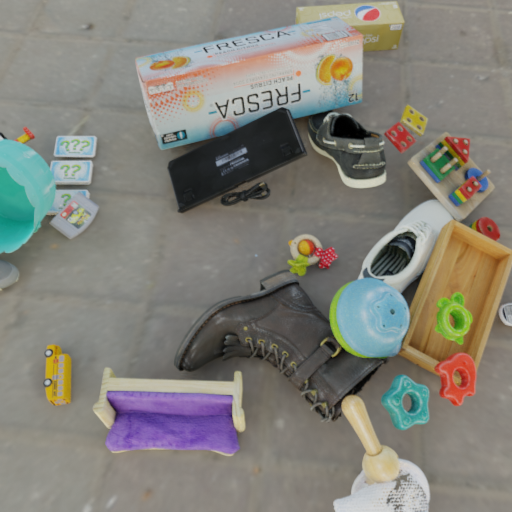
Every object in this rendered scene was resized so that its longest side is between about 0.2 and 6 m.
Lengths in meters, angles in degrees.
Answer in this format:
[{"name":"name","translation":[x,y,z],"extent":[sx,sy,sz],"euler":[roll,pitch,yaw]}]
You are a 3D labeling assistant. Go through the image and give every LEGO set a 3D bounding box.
[{"name":"LEGO set","translation":[-4.798,-1.835,11.531],"extent":[2.726,0.669,2.036],"euler":[0,62,-3]}]

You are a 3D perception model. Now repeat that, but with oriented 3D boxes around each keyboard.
[{"name":"keyboard","translation":[-0.373,-1.684,11.092],"extent":[2.793,0.358,1.677],"euler":[-24,65,13]}]

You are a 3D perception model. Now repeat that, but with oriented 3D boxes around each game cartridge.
[{"name":"game cartridge","translation":[-3.568,-0.788,11.116],"extent":[0.583,0.179,0.876],"euler":[38,69,-8]}]

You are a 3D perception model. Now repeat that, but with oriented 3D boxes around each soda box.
[{"name":"soda box","translation":[-0.091,-3.768,12.051],"extent":[4.660,1.594,1.482],"euler":[-15,40,-9]},{"name":"soda box","translation":[2.251,-5.610,13.815],"extent":[2.540,0.813,0.860],"euler":[-4,59,-3]}]

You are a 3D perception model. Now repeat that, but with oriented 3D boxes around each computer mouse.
[{"name":"computer mouse","translation":[4.904,1.085,10.046],"extent":[1.248,0.274,0.684],"euler":[3,63,-5]}]

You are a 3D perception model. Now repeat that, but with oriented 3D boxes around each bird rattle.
[{"name":"bird rattle","translation":[1.011,-0.060,10.511],"extent":[0.939,0.529,0.766],"euler":[-21,77,-8]}]

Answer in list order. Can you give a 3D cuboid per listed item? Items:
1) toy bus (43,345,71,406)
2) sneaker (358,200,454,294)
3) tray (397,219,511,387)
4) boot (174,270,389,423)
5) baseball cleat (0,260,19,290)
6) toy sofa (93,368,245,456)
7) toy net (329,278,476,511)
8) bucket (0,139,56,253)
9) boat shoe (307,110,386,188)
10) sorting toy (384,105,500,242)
[{"name":"toy bus","translation":[-3.343,1.991,9.442],"extent":[0.385,0.320,0.984],"euler":[-8,59,-5]},{"name":"sneaker","translation":[2.889,-0.176,10.339],"extent":[1.054,1.022,2.886],"euler":[33,61,18]},{"name":"tray","translation":[3.483,0.786,9.787],"extent":[1.297,0.487,2.630],"euler":[28,70,1]},{"name":"boot","translation":[0.433,1.698,9.219],"extent":[2.935,1.016,2.555],"euler":[-32,63,-21]},{"name":"baseball cleat","translation":[-5.345,0.154,10.166],"extent":[1.882,1.002,0.656],"euler":[5,58,3]},{"name":"toy sofa","translation":[-1.311,2.450,8.801],"extent":[2.271,0.940,1.108],"euler":[2,57,1]},{"name":"toy net","translation":[2.163,2.547,8.593],"extent":[2.317,0.853,4.416],"euler":[15,71,-18]},{"name":"bucket","translation":[-4.776,-1.133,10.324],"extent":[2.006,2.006,1.305],"euler":[5,28,3]},{"name":"boat shoe","translation":[1.800,-2.469,11.344],"extent":[1.096,1.032,3.051],"euler":[-16,35,-5]},{"name":"sorting toy","translation":[3.953,-1.783,11.116],"extent":[1.542,0.541,3.198],"euler":[-36,84,-36]}]
